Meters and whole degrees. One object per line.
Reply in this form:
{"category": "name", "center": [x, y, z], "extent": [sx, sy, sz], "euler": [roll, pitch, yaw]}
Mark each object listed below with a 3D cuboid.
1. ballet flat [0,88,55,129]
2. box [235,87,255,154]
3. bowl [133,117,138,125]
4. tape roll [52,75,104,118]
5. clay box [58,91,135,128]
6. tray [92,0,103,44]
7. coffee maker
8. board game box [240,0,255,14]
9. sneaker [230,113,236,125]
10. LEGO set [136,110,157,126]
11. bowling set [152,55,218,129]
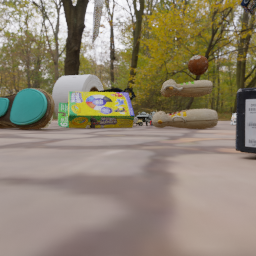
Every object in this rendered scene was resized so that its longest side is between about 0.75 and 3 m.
{"category": "ballet flat", "center": [-2.483, -0.324, 6.648], "extent": [2.845, 0.965, 1.029], "euler": [-4, -19, 33]}
{"category": "box", "center": [1.692, -0.032, 1.450], "extent": [1.400, 0.426, 1.737], "euler": [-4, 4, -43]}
{"category": "bowl", "center": [-0.237, -0.337, 9.013], "extent": [0.909, 0.339, 0.908], "euler": [33, -14, -29]}
{"category": "tape roll", "center": [-2.585, -1.521, 15.121], "extent": [1.791, 2.609, 2.609], "euler": [2, 2, 21]}
{"category": "clay box", "center": [-0.879, -0.506, 7.506], "extent": [1.938, 0.461, 1.114], "euler": [0, 40, -13]}
{"category": "tray", "center": [-0.907, -3.419, 8.311], "extent": [0.214, 1.034, 1.926], "euler": [1, -14, -11]}
{"category": "coffee maker", "center": [-0.969, -0.838, 9.472], "extent": [1.753, 1.181, 1.684], "euler": [-19, -20, -48]}
{"category": "board game box", "center": [3.592, -3.865, 7.641], "extent": [0.222, 1.286, 0.871], "euler": [36, 24, 24]}
{"category": "sneaker", "center": [4.365, -0.358, 11.142], "extent": [0.473, 0.514, 1.284], "euler": [2, 3, 4]}
{"category": "LEGO set", "center": [0.716, -0.395, 10.391], "extent": [1.408, 0.614, 2.168], "euler": [0, 2, 5]}
{"category": "bowling set", "center": [1.407, -0.920, 7.685], "extent": [1.527, 1.980, 2.845], "euler": [-1, -2, 5]}
